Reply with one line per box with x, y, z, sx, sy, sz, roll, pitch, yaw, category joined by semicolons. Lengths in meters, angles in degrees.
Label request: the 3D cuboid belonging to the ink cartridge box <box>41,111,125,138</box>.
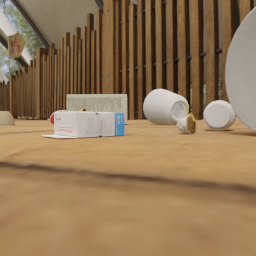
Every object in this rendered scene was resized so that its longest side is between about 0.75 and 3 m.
-0.727;-0.063;4.596;1.208;0.410;0.701;-2;3;-43;ink cartridge box

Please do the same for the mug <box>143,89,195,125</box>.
1.967;-0.876;12.388;2.060;1.650;1.691;-8;13;-24;mug

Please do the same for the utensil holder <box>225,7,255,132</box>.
3.389;-0.974;4.676;2.699;2.294;2.294;-3;3;-17;utensil holder

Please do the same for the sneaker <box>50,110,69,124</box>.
-2.314;-0.390;11.372;1.648;0.634;0.700;-1;7;-19;sneaker

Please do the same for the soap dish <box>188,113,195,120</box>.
3.042;-0.579;16.586;1.481;0.601;1.165;0;2;-23;soap dish

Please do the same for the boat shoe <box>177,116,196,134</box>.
1.114;-0.038;5.469;0.326;0.333;0.941;0;-7;20;boat shoe

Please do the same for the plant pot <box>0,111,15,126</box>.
-5.274;-0.408;11.887;0.885;0.594;0.885;0;3;0;plant pot

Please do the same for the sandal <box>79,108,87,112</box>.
-1.071;-0.252;7.454;1.775;0.584;0.651;1;2;19;sandal

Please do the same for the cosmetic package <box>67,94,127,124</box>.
-1.366;-0.832;12.853;2.696;1.394;1.176;1;2;1;cosmetic package

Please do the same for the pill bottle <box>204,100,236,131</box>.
2.267;-0.304;6.906;0.730;0.730;1.301;1;2;22;pill bottle

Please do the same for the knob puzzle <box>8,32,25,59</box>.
-4.174;-3.092;10.429;0.145;1.044;1.044;16;5;11;knob puzzle
